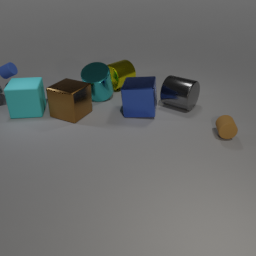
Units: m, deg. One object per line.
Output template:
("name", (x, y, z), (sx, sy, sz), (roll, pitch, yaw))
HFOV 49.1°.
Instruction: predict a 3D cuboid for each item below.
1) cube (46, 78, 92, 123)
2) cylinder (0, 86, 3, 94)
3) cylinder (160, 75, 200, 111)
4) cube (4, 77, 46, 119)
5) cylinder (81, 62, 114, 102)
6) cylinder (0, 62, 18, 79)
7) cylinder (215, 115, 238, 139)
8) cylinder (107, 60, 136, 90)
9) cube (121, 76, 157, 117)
("cube", (-2.564, -1.243, 12.434), (1.400, 1.400, 1.400), (15, 33, 23))
("cylinder", (-6.772, -1.937, 12.882), (1.400, 1.400, 1.400), (-31, 38, -13))
("cylinder", (2.441, -1.651, 13.122), (1.400, 1.400, 1.400), (20, 36, 30))
("cube", (-4.582, -1.380, 12.656), (1.400, 1.400, 1.400), (-3, 31, -6))
("cylinder", (-1.482, -2.242, 13.696), (1.400, 1.400, 1.400), (-3, 57, 5))
("cylinder", (-6.458, -3.086, 15.078), (0.700, 0.700, 0.700), (-19, 25, 19))
("cylinder", (3.806, -0.043, 10.839), (0.700, 0.700, 0.700), (2, 32, 4))
("cylinder", (-0.528, -2.889, 15.249), (1.400, 1.400, 1.400), (25, 38, 36))
("cube", (0.537, -1.405, 12.565), (1.400, 1.400, 1.400), (0, 31, 11))
